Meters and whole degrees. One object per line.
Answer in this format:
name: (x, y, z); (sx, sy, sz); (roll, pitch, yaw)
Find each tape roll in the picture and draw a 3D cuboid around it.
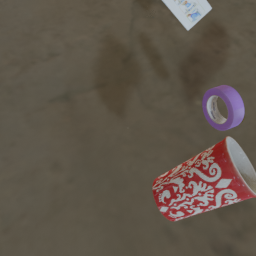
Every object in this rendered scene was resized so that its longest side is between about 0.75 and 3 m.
tape roll: (2.130, -0.453, 6.332); (0.325, 0.990, 0.990); (-18, 58, -22)

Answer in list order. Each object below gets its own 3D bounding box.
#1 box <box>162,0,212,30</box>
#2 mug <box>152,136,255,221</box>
box: (1.447, -3.945, 8.170); (0.917, 1.809, 1.018); (-40, 37, 21)
mug: (1.357, 0.966, 4.869); (1.533, 1.361, 1.023); (-33, 64, 28)
